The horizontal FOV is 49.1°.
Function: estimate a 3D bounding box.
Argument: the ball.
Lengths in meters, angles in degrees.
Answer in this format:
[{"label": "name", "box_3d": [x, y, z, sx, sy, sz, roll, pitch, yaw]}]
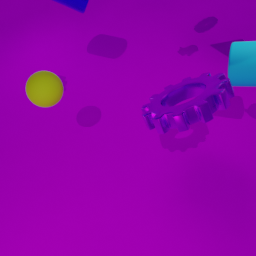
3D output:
[{"label": "ball", "box_3d": [-1.798, -0.840, 6.061, 0.782, 0.782, 0.782, 0, 54, 0]}]

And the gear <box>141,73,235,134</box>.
[{"label": "gear", "box_3d": [0.957, -0.446, 4.666, 1.495, 0.277, 1.495, -23, 22, 10]}]

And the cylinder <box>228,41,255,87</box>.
[{"label": "cylinder", "box_3d": [2.555, -1.293, 5.678, 0.898, 0.898, 0.898, 5, 52, 25]}]

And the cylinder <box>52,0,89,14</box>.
[{"label": "cylinder", "box_3d": [-1.514, -3.790, 7.356, 1.139, 1.139, 1.139, 18, 52, -17]}]
